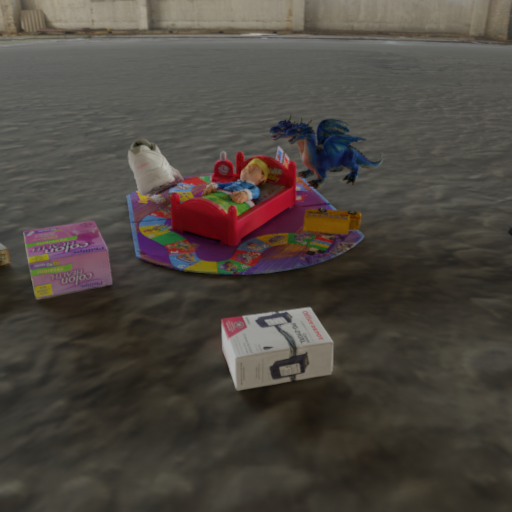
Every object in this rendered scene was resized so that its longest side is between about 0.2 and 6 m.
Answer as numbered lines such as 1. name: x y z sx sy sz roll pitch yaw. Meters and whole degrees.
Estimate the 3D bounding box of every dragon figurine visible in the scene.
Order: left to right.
1. dragon figurine: 1.852 -2.500 12.794 3.219 1.600 0.947 -9 38 -20

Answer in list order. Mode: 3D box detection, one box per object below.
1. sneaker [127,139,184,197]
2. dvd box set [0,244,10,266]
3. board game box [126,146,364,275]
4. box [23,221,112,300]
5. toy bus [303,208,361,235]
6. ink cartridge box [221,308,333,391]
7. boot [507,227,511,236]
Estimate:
1. sneaker: -2.226 -1.961 12.122 0.927 1.182 2.378 -25 6 -3
2. dvd box set: -5.714 0.099 9.675 2.268 0.333 1.660 -24 36 -39
3. board game box: -0.465 -1.371 11.820 4.410 1.087 5.582 -6 27 -13
4. box: -3.198 0.023 9.455 1.215 0.668 1.381 -11 29 -21
5. toy bus: 1.487 -0.672 10.979 1.093 0.356 0.428 6 34 6
6. ink cartridge box: 0.258 1.176 7.270 1.268 0.535 0.918 -7 27 -13
7. boot: 5.860 -0.337 10.197 1.928 0.668 1.679 -5 27 -5
